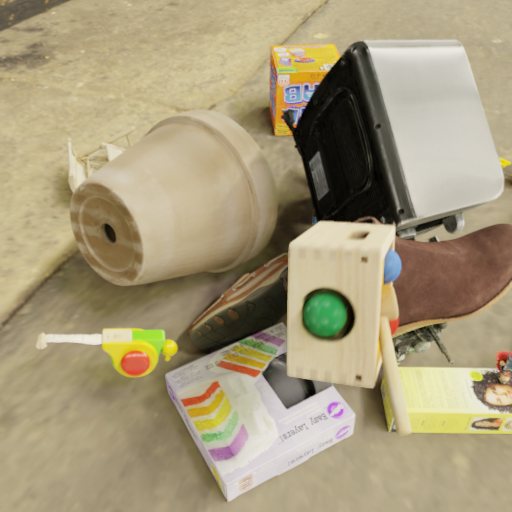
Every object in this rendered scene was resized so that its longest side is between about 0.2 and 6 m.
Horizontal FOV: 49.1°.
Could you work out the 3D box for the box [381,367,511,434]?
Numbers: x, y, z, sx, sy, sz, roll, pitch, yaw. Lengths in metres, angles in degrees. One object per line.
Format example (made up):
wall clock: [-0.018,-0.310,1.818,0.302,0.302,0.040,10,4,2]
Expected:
box: [2.813,1.965,7.633,2.070,0.519,0.779,-1,41,0]

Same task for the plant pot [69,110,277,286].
plant pot: [-1.398,-0.683,8.581,2.689,2.689,2.333,26,36,26]

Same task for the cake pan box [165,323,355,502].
cake pan box: [0.053,1.991,7.612,2.032,0.531,1.871,-20,48,-21]

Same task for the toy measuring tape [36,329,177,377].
toy measuring tape: [-1.936,1.296,7.373,1.772,0.652,0.652,1,41,-13]

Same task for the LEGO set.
LEGO set: [2.665,1.027,8.340,4.154,1.177,2.698,34,49,28]

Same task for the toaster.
toaster: [1.751,-1.454,7.934,1.694,2.582,2.855,-10,79,-17]

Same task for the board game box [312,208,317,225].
board game box: [1.929,-1.573,10.449,1.599,2.006,0.972,5,42,6]

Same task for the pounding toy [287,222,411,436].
pounding toy: [0.949,0.557,5.244,1.141,1.478,1.605,4,14,18]

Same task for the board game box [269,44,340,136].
board game box: [1.177,-3.997,13.459,1.591,1.590,1.589,-3,42,-3]

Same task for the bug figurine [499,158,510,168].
bug figurine: [5.535,-1.315,11.045,2.348,0.779,3.028,-14,37,-25]

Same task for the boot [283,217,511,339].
boot: [1.914,0.134,6.776,2.697,2.243,0.976,-34,51,16]

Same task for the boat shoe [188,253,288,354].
boat shoe: [-0.027,0.687,8.539,2.186,0.827,0.807,-31,31,4]

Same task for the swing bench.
swing bench: [-3.068,-1.803,11.545,1.488,0.966,1.480,-13,44,-7]
